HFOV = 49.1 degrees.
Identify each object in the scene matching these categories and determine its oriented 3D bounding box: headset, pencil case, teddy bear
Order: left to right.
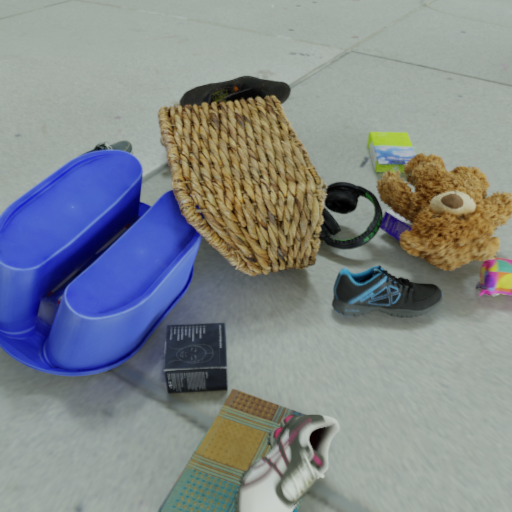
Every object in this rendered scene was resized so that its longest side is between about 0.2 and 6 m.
[{"bbox_3d":[1.630,-0.889,11.710,2.175,1.022,1.343,31,81,34],"label":"headset"},{"bbox_3d":[3.778,-1.164,10.982,2.628,1.210,3.625,34,38,17],"label":"teddy bear"},{"bbox_3d":[4.932,0.475,10.219,1.696,0.750,0.750,5,40,7],"label":"pencil case"}]

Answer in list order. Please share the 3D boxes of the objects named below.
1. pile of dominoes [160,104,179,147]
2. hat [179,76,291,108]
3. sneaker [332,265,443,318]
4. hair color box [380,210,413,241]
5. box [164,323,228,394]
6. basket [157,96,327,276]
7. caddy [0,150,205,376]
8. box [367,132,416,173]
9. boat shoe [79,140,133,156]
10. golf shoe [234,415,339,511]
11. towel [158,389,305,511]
[{"bbox_3d":[-1.164,-3.186,14.858,2.475,0.506,3.175,9,34,-6],"label":"pile of dominoes"},{"bbox_3d":[-0.488,-3.520,13.967,2.859,1.153,2.859,-5,34,4],"label":"hat"},{"bbox_3d":[2.340,0.609,9.867,1.970,0.807,0.721,-2,23,-4],"label":"sneaker"},{"bbox_3d":[3.371,-0.461,11.453,0.805,0.477,1.473,-15,39,-35],"label":"hair color box"},{"bbox_3d":[-0.943,1.610,8.920,0.955,0.602,0.971,-3,39,-2],"label":"box"},{"bbox_3d":[-0.439,-1.217,10.871,2.558,2.450,3.433,-9,46,-12],"label":"basket"},{"bbox_3d":[-2.693,0.107,9.629,2.873,2.133,4.063,33,47,4],"label":"caddy"},{"bbox_3d":[3.445,-2.597,14.182,1.027,0.401,1.685,1,40,1],"label":"box"},{"bbox_3d":[-3.766,-2.533,13.982,0.659,0.559,1.811,23,45,26],"label":"boat shoe"},{"bbox_3d":[0.384,2.697,6.923,0.842,0.738,1.912,-29,19,42],"label":"golf shoe"},{"bbox_3d":[-0.090,2.914,7.657,1.630,0.241,2.222,16,40,17],"label":"towel"}]
